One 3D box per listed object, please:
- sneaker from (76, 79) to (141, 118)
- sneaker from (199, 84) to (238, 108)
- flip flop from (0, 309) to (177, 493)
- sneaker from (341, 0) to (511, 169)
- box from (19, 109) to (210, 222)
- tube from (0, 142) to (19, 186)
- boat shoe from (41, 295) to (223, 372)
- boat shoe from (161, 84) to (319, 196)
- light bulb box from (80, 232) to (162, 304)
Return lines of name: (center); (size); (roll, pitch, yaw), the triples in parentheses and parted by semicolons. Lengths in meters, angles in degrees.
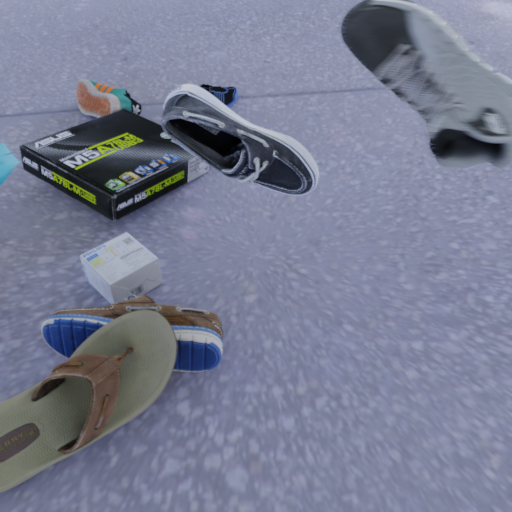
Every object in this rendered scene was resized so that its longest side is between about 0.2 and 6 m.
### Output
sneaker: (-3.900, -4.028, 14.673); (0.979, 0.874, 2.449); (-8, 32, -40)
sneaker: (-1.157, -4.267, 14.928); (0.643, 0.714, 1.832); (28, 49, 29)
flip flop: (-2.399, 1.883, 7.279); (3.245, 0.934, 1.316); (-31, 87, -22)
sneaker: (2.776, -2.613, 8.893); (3.573, 1.340, 2.063); (30, 52, -3)
box: (-2.994, -2.129, 12.265); (2.880, 0.709, 2.982); (30, 43, 24)
tube: (-4.035, -0.719, 7.720); (1.918, 0.483, 0.743); (-50, 57, -2)
boat shoe: (-1.859, 1.162, 8.687); (2.719, 0.982, 0.984); (9, 36, -4)
boat shoe: (-0.193, -1.541, 8.500); (2.728, 0.979, 0.925); (30, 40, -24)
light bulb box: (-2.367, 0.242, 9.861); (1.003, 0.631, 1.011); (-31, 49, -30)
